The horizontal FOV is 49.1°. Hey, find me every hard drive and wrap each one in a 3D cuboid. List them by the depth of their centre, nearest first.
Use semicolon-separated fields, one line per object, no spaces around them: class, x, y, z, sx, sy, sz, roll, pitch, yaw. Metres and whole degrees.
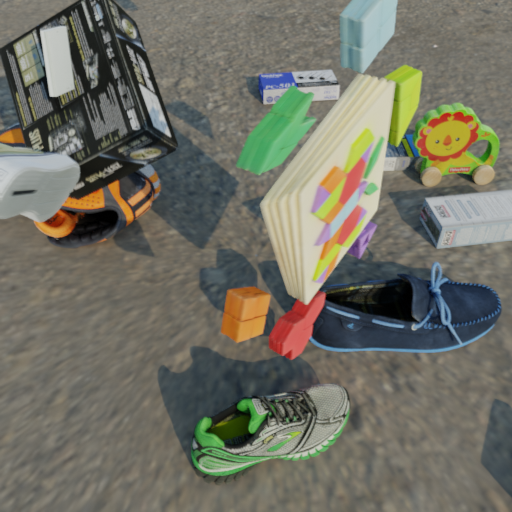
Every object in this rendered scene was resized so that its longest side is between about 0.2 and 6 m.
hard drive;-2.431;-2.387;6.874;0.099;0.751;0.495;7;29;10

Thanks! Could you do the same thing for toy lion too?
toy lion;3.638;-2.039;10.197;1.612;1.545;0.553;-2;44;-2

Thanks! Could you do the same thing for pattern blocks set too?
pattern blocks set;0.809;-0.540;5.826;0.322;3.968;3.488;29;81;23

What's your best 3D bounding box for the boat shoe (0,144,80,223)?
boat shoe;-2.498;-0.862;5.917;0.715;2.306;0.830;34;91;-5

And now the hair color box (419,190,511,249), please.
hair color box;3.715;-0.634;9.496;1.613;0.489;0.799;-6;44;-7

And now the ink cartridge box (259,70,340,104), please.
ink cartridge box;0.979;-3.922;12.992;1.757;0.388;0.826;-5;43;-5

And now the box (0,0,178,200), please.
box;-2.352;-2.192;7.860;1.809;0.951;2.208;-24;77;15

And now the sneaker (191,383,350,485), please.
sneaker;0.223;1.971;6.519;2.023;0.862;0.789;-18;47;-19

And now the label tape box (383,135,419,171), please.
label tape box;2.690;-2.036;11.052;1.112;0.352;0.802;-2;44;-2

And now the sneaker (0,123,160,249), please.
sneaker;-3.473;-1.261;9.586;3.307;1.283;1.853;16;45;16

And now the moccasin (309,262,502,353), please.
moccasin;2.100;0.763;7.698;2.804;0.956;1.128;-9;45;-9
